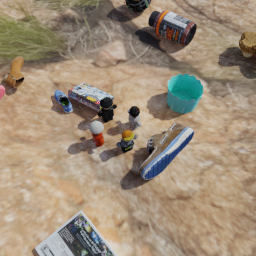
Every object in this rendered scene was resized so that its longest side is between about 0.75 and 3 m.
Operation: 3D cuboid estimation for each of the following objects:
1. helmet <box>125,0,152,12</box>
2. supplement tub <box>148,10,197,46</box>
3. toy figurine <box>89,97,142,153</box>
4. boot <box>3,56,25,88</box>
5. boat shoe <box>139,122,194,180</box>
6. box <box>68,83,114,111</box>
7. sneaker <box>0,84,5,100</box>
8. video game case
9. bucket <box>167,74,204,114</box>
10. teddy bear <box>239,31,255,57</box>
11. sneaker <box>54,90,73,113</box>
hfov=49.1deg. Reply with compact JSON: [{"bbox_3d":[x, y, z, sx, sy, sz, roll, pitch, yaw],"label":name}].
[{"bbox_3d":[0.549,-6.618,14.185,1.445,1.377,1.445,2,99,15],"label":"helmet"},{"bbox_3d":[2.025,-4.738,13.083,2.153,1.151,1.151,31,62,20],"label":"supplement tub"},{"bbox_3d":[-0.406,-0.130,9.929,1.705,1.205,1.732,15,57,10],"label":"toy figurine"},{"bbox_3d":[-4.526,-2.272,11.546,1.011,0.481,1.306,31,91,39],"label":"boot"},{"bbox_3d":[1.155,0.725,9.609,0.953,0.951,2.632,35,53,26],"label":"boat shoe"},{"bbox_3d":[-1.450,-1.245,11.009,1.500,0.299,1.027,27,36,18],"label":"box"},{"bbox_3d":[-5.384,-0.463,10.459,1.176,0.999,2.710,31,67,7],"label":"sneaker"},{"bbox_3d":[-1.465,3.595,8.030,1.666,0.214,1.833,-36,62,-21],"label":"video game case"},{"bbox_3d":[2.180,-1.317,10.900,1.424,0.926,1.424,0,56,0],"label":"bucket"},{"bbox_3d":[6.212,-3.233,12.310,2.923,0.976,2.119,9,64,-3],"label":"teddy bear"},{"bbox_3d":[-2.543,-1.143,11.024,0.461,0.524,1.174,-32,61,-20],"label":"sneaker"}]
